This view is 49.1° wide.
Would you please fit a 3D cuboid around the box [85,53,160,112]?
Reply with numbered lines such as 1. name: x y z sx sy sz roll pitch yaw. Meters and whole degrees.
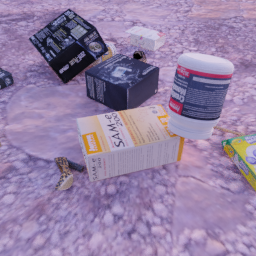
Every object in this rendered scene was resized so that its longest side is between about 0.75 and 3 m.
1. box: -0.183 -1.585 9.736 1.871 1.098 1.840 27 47 27

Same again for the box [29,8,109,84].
1. box: -2.424 -3.336 11.182 2.201 1.158 2.688 -39 48 -5

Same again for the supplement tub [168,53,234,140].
1. supplement tub: 1.673 -0.776 6.730 1.284 1.830 1.284 7 24 -3

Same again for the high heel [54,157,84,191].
1. high heel: -1.709 1.114 6.917 0.825 0.413 1.158 19 26 13

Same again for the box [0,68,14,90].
1. box: -5.598 -1.707 10.382 1.641 0.446 2.048 26 46 29

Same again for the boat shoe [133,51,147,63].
1. boat shoe: 0.486 -2.936 11.779 0.598 0.588 1.605 4 39 5

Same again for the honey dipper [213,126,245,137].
1. honey dipper: 2.762 -0.011 8.463 1.515 0.288 0.288 18 42 18

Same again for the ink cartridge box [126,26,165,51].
1. ink cartridge box: 0.801 -4.333 13.498 1.721 0.581 1.002 26 46 26

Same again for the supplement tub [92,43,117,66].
1. supplement tub: -1.087 -3.133 11.865 0.773 0.773 1.069 31 49 32

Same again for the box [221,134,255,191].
1. box: 3.352 0.765 7.390 1.057 0.436 1.801 -10 39 -12

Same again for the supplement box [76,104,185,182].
1. supplement box: 0.014 0.309 7.515 2.524 0.928 1.590 -11 40 -15

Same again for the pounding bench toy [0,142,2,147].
1. pounding bench toy: -4.839 0.038 7.628 1.991 1.237 1.553 -26 46 -28
